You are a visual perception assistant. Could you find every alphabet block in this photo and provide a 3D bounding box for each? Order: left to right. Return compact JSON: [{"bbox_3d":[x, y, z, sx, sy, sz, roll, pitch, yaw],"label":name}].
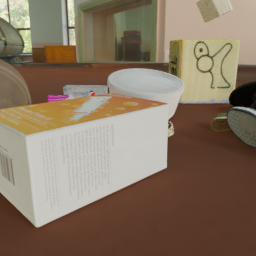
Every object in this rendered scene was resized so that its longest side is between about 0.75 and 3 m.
[{"bbox_3d":[3.478,-2.805,13.521,2.750,2.816,2.765,0,16,-4],"label":"alphabet block"}]

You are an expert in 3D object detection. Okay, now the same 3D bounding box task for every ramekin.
[{"bbox_3d":[0.587,-1.127,9.866,2.649,1.234,2.649,3,29,-2],"label":"ramekin"}]

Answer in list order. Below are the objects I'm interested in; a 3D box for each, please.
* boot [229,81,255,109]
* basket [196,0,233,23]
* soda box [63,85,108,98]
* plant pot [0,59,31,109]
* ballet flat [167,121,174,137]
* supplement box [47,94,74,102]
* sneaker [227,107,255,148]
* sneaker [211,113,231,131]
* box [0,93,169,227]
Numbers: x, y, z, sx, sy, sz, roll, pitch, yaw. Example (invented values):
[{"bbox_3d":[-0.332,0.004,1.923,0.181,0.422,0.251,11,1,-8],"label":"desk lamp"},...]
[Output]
[{"bbox_3d":[4.878,-0.987,10.711,2.514,0.946,1.879,-22,26,47],"label":"boot"},{"bbox_3d":[2.962,-4.205,9.660,0.687,0.854,0.846,-35,14,-20],"label":"basket"},{"bbox_3d":[-2.063,-1.739,13.748,2.082,0.661,0.711,1,16,3],"label":"soda box"},{"bbox_3d":[-3.229,-0.152,6.141,2.362,2.362,2.060,-8,37,-25],"label":"plant pot"},{"bbox_3d":[0.802,0.112,7.752,0.550,0.465,1.454,13,21,33],"label":"ballet flat"},{"bbox_3d":[-2.166,-0.525,9.177,0.890,0.908,1.758,-4,18,-16],"label":"supplement box"},{"bbox_3d":[4.032,-0.077,7.179,1.838,0.967,2.544,-22,35,-28],"label":"sneaker"},{"bbox_3d":[3.479,-0.217,8.624,1.733,0.581,0.778,3,21,21],"label":"sneaker"},{"bbox_3d":[-0.857,0.291,5.356,2.958,1.442,1.840,-15,22,-42],"label":"box"}]
